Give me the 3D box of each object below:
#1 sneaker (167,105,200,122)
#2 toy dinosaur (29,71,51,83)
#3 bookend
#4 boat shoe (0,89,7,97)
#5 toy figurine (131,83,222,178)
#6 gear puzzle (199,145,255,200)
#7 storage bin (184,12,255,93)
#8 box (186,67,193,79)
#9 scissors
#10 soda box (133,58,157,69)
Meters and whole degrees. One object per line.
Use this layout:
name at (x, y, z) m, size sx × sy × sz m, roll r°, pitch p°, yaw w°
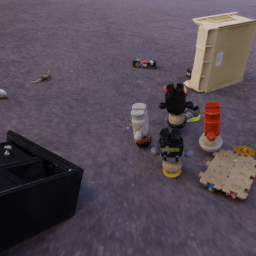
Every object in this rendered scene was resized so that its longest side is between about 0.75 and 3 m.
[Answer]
sneaker at (1.870, -0.454, 9.381) m, size 1.326 × 0.537 × 0.490 m, roll -17°, pitch 37°, yaw -24°
toy dinosaur at (-3.735, -2.223, 12.354) m, size 0.527 × 0.284 × 1.196 m, roll 3°, pitch 31°, yaw 32°
bookend at (-2.744, 1.116, 5.612) m, size 2.571 × 1.184 × 2.555 m, roll 22°, pitch 17°, yaw 30°
boat shoe at (-5.204, -1.297, 10.920) m, size 1.047 × 0.377 × 0.325 m, roll 3°, pitch 50°, yaw 19°
toy figurine at (1.291, 0.039, 7.750) m, size 2.176 × 1.538 × 2.211 m, roll -32°, pitch 45°, yaw -21°
gear puzzle at (2.754, 1.046, 7.365) m, size 1.210 × 0.306 × 2.335 m, roll 18°, pitch 34°, yaw 29°
storage bin at (3.683, -3.068, 11.460) m, size 2.664 × 2.684 × 1.258 m, roll -18°, pitch 39°, yaw -25°
box at (3.605, -2.342, 12.165) m, size 1.681 × 0.366 × 1.347 m, roll -18°, pitch 38°, yaw -25°
scissors at (1.896, -1.086, 10.667) m, size 0.976 × 0.186 × 2.668 m, roll 2°, pitch 32°, yaw 0°
soda box at (0.809, -3.137, 13.668) m, size 1.126 × 0.357 × 0.399 m, roll 7°, pitch 34°, yaw 12°
